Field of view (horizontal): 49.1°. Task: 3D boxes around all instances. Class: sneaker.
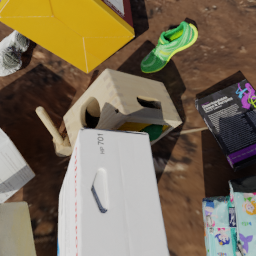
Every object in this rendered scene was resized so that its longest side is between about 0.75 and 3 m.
[{"bbox_3d":[-3.506,-2.080,8.091,0.875,0.686,1.761,-12,46,26],"label":"sneaker"},{"bbox_3d":[1.007,-2.273,7.768,1.843,0.770,0.683,-37,52,25],"label":"sneaker"}]

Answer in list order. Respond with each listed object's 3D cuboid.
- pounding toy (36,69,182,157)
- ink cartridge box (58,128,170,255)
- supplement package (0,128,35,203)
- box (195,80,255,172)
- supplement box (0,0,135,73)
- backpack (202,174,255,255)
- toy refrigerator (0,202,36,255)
[{"bbox_3d":[-0.671,0.137,5.807,2.321,2.642,1.209,4,55,-44],"label":"pounding toy"},{"bbox_3d":[-0.472,1.485,4.501,1.121,2.611,1.912,6,56,-19],"label":"ink cartridge box"},{"bbox_3d":[-3.670,1.060,5.427,1.704,1.699,2.906,38,64,22],"label":"supplement package"},{"bbox_3d":[2.745,-0.122,6.838,1.449,0.366,2.027,-22,61,0],"label":"box"},{"bbox_3d":[-1.550,-3.614,7.445,1.894,2.813,2.852,-29,51,33],"label":"supplement box"},{"bbox_3d":[2.205,2.052,4.585,1.745,2.058,2.318,-18,64,20],"label":"backpack"},{"bbox_3d":[-2.019,2.526,4.580,0.913,0.841,2.405,-26,69,21],"label":"toy refrigerator"}]
